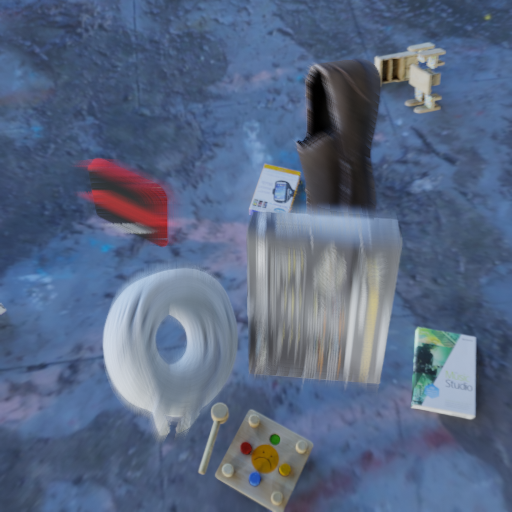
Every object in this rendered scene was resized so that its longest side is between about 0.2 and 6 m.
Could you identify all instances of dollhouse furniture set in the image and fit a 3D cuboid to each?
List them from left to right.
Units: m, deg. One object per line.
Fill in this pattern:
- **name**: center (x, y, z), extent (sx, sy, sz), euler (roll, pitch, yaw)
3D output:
- **dollhouse furniture set**: center (3.590, -4.250, 13.236), extent (1.022, 1.349, 1.539), euler (-13, 36, -8)

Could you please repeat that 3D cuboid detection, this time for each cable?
- **cable**: center (-1.066, 1.122, 7.389), extent (1.889, 0.654, 1.889), euler (-36, 107, -40)

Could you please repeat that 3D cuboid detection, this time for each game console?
- **game console**: center (-1.955, -0.812, 8.626), extent (1.368, 1.210, 0.212), euler (25, 53, 15)

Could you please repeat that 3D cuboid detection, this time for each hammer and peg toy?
- **hammer and peg toy**: center (-0.105, 3.380, 9.548), extent (1.812, 0.639, 1.333), euler (24, 66, 12)

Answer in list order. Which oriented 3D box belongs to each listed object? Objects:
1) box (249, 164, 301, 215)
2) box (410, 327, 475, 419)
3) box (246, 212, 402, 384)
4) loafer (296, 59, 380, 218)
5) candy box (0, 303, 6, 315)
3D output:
- **box**: center (0.398, -1.301, 12.232), extent (0.844, 0.294, 1.418), euler (15, 66, 8)
- **box**: center (3.485, 2.150, 10.396), extent (1.104, 0.278, 1.529), euler (9, 61, 4)
- **box**: center (0.862, 0.625, 7.743), extent (1.946, 2.457, 0.594), euler (3, 33, 6)
- **loafer**: center (1.121, -1.498, 9.193), extent (1.257, 1.293, 3.541), euler (4, 88, -29)
- **candy box**: center (-6.043, 0.840, 10.897), extent (1.443, 0.615, 1.720), euler (-40, 70, -19)
